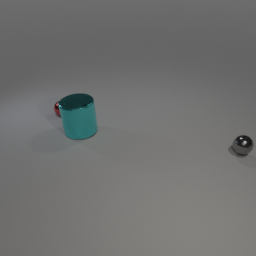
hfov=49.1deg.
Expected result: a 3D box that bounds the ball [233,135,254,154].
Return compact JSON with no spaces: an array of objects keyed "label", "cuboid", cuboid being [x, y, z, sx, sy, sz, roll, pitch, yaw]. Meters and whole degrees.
[{"label":"ball","cuboid":[4.157,0.601,10.112,0.700,0.700,0.700,0,31,0]}]

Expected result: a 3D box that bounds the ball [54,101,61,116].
[{"label":"ball","cuboid":[-3.038,-0.902,12.824,0.700,0.700,0.700,0,31,0]}]

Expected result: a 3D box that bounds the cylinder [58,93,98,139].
[{"label":"cylinder","cuboid":[-2.000,-0.486,11.369,1.400,1.400,1.400,-3,34,2]}]
